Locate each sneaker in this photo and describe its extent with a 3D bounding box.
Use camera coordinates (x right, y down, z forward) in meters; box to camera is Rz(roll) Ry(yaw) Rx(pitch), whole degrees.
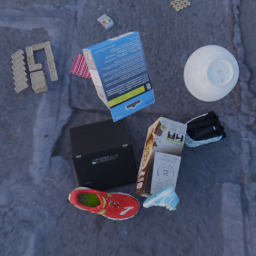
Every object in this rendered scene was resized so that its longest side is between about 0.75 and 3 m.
[{"bbox_3d":[-0.845,2.812,10.295,2.690,1.142,1.036,9,75,-7],"label":"sneaker"},{"bbox_3d":[1.121,2.449,9.064,1.190,0.473,0.777,-36,92,22],"label":"sneaker"}]

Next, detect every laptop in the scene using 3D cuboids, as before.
[{"bbox_3d":[-1.003,1.081,11.473,2.360,1.461,2.520,-13,101,-4],"label":"laptop"}]

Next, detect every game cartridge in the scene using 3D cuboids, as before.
[{"bbox_3d":[-1.059,-5.123,13.474,0.501,0.154,0.752,-39,76,-16],"label":"game cartridge"}]

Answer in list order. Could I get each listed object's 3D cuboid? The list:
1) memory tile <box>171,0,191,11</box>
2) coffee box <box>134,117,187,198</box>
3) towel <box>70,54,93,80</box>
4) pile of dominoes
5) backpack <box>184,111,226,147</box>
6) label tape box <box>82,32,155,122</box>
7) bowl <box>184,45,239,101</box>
[{"bbox_3d":[2.605,-6.154,13.839,0.840,0.070,0.644,-29,75,-9],"label":"memory tile"},{"bbox_3d":[1.196,1.223,10.561,1.124,1.591,2.816,17,72,-8],"label":"coffee box"},{"bbox_3d":[-1.781,-2.757,12.693,1.467,0.165,1.061,16,72,5],"label":"towel"},{"bbox_3d":[-4.230,-2.695,12.692,1.904,0.389,2.443,-16,65,-4],"label":"pile of dominoes"},{"bbox_3d":[2.919,0.148,11.326,1.564,1.203,1.276,-16,73,-30],"label":"backpack"},{"bbox_3d":[-0.225,-1.639,8.967,1.697,0.783,2.369,-27,118,-20],"label":"label tape box"},{"bbox_3d":[2.685,-1.692,8.640,1.775,0.798,1.775,-1,98,-4],"label":"bowl"}]
